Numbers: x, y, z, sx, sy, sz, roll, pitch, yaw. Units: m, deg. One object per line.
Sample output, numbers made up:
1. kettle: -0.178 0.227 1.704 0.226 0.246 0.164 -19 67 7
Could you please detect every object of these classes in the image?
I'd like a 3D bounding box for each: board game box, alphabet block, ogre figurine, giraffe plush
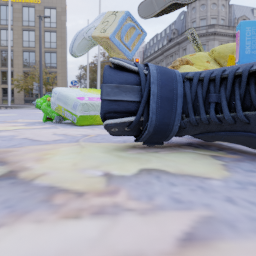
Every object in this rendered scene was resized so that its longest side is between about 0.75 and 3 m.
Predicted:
1. board game box: 2.874 -0.901 5.223 1.647 2.152 0.434 0 2 11
2. alphabet block: -0.279 -2.998 9.045 1.143 1.116 1.122 25 -11 48
3. ogre figurine: -2.474 -0.673 9.975 1.188 1.982 0.972 -22 -24 -51
4. giraffe plush: 1.780 -0.944 6.725 2.318 2.859 2.467 -38 -6 -42

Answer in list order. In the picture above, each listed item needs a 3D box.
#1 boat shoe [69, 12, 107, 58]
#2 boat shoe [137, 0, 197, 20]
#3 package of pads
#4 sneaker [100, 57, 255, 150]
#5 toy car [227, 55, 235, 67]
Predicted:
1. boat shoe: -1.288 -3.418 10.282 0.726 2.173 0.799 37 -3 44
2. boat shoe: 1.082 -3.073 6.568 1.852 0.619 0.528 -13 13 31
3. package of pads: -1.070 -0.744 9.262 2.462 0.840 1.902 -2 20 -41
4. sneaker: 0.799 -0.325 3.275 2.121 1.116 2.935 10 -8 -16
5. toy car: 2.744 -0.727 6.152 0.907 1.849 0.615 -10 -6 17
